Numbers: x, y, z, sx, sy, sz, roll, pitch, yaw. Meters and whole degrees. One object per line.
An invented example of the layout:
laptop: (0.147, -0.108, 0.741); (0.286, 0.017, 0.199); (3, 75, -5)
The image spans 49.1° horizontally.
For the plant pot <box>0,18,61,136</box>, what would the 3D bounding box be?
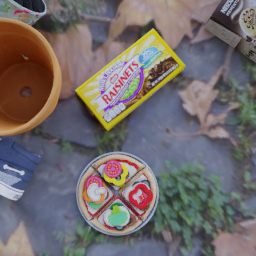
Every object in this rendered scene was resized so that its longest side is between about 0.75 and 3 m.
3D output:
plant pot: (-2.900, -1.078, 7.160); (2.697, 1.888, 2.697); (0, 84, 0)

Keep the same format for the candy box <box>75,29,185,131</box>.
candy box: (0.065, -1.376, 7.947); (2.862, 0.378, 1.463); (-39, 84, -3)

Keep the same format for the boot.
boot: (-3.879, 0.643, 7.546); (2.956, 1.075, 1.335); (30, 78, -5)

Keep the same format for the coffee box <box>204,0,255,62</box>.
coffee box: (3.318, -2.863, 7.868); (1.952, 0.779, 1.104); (34, 86, 3)

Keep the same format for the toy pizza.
toy pizza: (-0.295, 1.799, 7.677); (2.284, 0.362, 2.284); (0, 85, 0)

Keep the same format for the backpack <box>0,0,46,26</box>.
backpack: (-3.502, -3.705, 7.200); (1.995, 2.352, 2.650); (-35, 91, 20)
